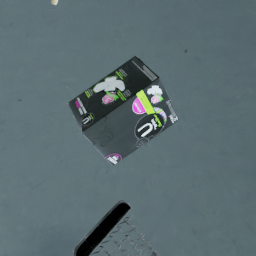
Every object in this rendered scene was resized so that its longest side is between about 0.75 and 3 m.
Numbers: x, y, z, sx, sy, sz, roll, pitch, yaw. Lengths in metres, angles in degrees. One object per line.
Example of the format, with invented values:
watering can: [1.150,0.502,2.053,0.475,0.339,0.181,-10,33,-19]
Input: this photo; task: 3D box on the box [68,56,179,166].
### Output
box: [-0.085,-0.333,5.817,1.761,1.308,1.095,-34,44,0]

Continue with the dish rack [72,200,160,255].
dish rack: [-0.039,2.202,4.633,1.631,0.445,1.251,50,55,-1]

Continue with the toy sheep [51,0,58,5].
toy sheep: [-2.044,-3.654,6.268,1.365,1.979,1.365,1,92,42]
